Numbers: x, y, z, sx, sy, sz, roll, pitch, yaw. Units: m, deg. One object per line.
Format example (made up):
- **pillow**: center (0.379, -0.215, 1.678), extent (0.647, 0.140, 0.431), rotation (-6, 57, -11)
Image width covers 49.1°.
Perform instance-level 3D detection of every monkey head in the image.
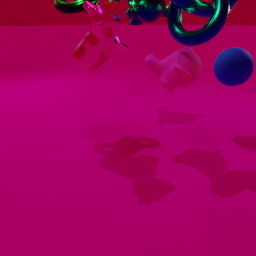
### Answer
- **monkey head**: center (0.549, -3.628, 8.801), extent (1.778, 1.279, 1.072), rotation (-13, 55, -26)
- **monkey head**: center (1.009, -1.372, 6.077), extent (1.119, 0.937, 1.556), rotation (40, 34, -11)

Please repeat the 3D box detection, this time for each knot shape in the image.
- **knot shape**: center (1.478, -2.655, 5.359), extent (1.757, 1.877, 0.867), rotation (-25, 4, 1)
- **knot shape**: center (-0.930, -3.320, 6.859), extent (1.551, 1.658, 0.766), rotation (10, -19, -20)

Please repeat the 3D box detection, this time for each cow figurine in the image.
- **cow figurine**: center (-0.606, -1.733, 5.635), extent (1.652, 0.907, 1.626), rotation (-37, -8, 22)

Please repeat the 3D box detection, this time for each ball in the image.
- **ball**: center (2.593, -1.497, 6.895), extent (0.934, 0.934, 0.934), rotation (0, 22, 0)
